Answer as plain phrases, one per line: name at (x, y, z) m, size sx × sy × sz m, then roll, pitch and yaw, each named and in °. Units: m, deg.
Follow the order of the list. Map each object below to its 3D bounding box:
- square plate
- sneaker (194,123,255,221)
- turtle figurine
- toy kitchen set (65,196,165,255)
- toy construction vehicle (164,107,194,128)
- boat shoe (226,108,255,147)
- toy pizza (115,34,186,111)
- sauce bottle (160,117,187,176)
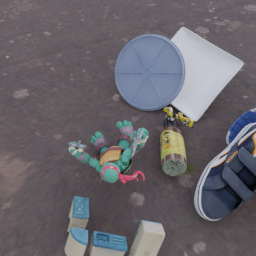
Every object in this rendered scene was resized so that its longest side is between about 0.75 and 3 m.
square plate at (2.040, -1.829, 9.405) m, size 2.522 × 0.359 × 2.498 m, roll 39°, pitch 87°, yaw 20°
sneaker at (2.619, 0.923, 6.336) m, size 1.094 × 1.108 × 2.789 m, roll 42°, pitch 76°, yaw -11°
turtle figurine at (-0.420, 0.584, 6.663) m, size 1.883 × 1.267 × 2.516 m, roll -8°, pitch 15°, yaw 2°
toy kitchen set at (-0.323, 1.989, 5.827) m, size 1.716 × 1.011 × 1.375 m, roll 15°, pitch 19°, yaw -13°
toy construction vehicle at (1.515, -0.354, 8.349) m, size 0.758 × 0.307 × 0.871 m, roll 14°, pitch 17°, yaw -16°
boat shoe at (3.940, -0.089, 7.981) m, size 2.971 × 1.075 × 1.073 m, roll -31°, pitch 70°, yaw -12°
toy pizza at (0.695, -1.786, 9.132) m, size 2.432 × 2.432 × 0.385 m, roll 21°, pitch 16°, yaw 20°
sauce bottle at (1.221, 0.423, 7.782) m, size 0.666 × 0.666 × 2.059 m, roll 2°, pitch 34°, yaw 3°
